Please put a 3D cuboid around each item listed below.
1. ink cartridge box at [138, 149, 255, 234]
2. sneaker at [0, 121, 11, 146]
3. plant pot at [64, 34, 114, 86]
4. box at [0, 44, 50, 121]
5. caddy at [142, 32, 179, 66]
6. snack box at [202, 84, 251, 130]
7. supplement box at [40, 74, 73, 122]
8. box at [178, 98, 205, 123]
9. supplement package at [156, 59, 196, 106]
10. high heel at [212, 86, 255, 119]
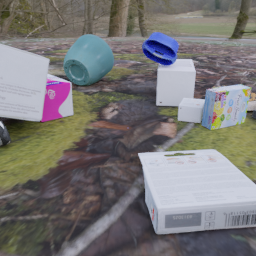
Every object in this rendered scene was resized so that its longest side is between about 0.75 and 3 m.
[{"bbox_3d":[1.386,1.219,6.147,2.133,0.659,2.630,-3,14,-5],"label":"ink cartridge box"},{"bbox_3d":[-4.399,0.219,8.223,2.369,0.876,0.939,4,31,26],"label":"sneaker"},{"bbox_3d":[-2.301,-3.470,15.173,2.495,2.495,2.002,10,43,22],"label":"plant pot"},{"bbox_3d":[-4.255,-1.413,8.964,2.452,2.101,2.440,8,-2,-43],"label":"box"},{"bbox_3d":[1.321,-3.152,11.352,1.501,1.061,0.788,25,59,4],"label":"caddy"},{"bbox_3d":[3.405,-0.740,9.705,1.599,1.349,0.541,-12,27,-25],"label":"snack box"},{"bbox_3d":[-3.444,-1.323,11.126,1.359,1.388,2.685,-17,29,-38],"label":"supplement box"},{"bbox_3d":[2.401,-0.682,10.551,0.858,0.599,1.126,8,24,19],"label":"box"},{"bbox_3d":[2.136,-2.109,12.659,1.570,1.590,2.622,4,25,8],"label":"supplement package"},{"bbox_3d":[4.771,-1.241,11.423,1.746,0.874,2.449,-24,47,-34],"label":"high heel"}]
